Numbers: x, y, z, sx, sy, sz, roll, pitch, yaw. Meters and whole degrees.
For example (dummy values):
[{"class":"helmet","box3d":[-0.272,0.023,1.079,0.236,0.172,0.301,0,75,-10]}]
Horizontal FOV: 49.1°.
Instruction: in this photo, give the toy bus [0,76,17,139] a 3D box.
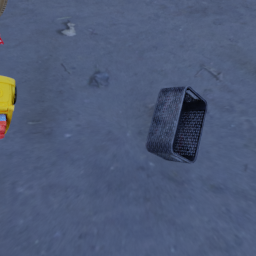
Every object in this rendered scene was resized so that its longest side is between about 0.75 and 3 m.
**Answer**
[{"class":"toy bus","box3d":[-2.776,-0.257,5.801,0.881,1.299,1.247,-1,57,-32]}]

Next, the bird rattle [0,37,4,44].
[{"class":"bird rattle","box3d":[-3.114,-1.858,5.761,0.767,0.530,0.940,43,93,8]}]

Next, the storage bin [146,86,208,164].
[{"class":"storage bin","box3d":[1.083,-0.063,6.096,0.700,1.010,1.494,4,72,45]}]

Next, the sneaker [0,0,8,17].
[{"class":"sneaker","box3d":[-3.393,-3.627,6.862,0.619,1.738,0.977,-7,32,-38]}]
